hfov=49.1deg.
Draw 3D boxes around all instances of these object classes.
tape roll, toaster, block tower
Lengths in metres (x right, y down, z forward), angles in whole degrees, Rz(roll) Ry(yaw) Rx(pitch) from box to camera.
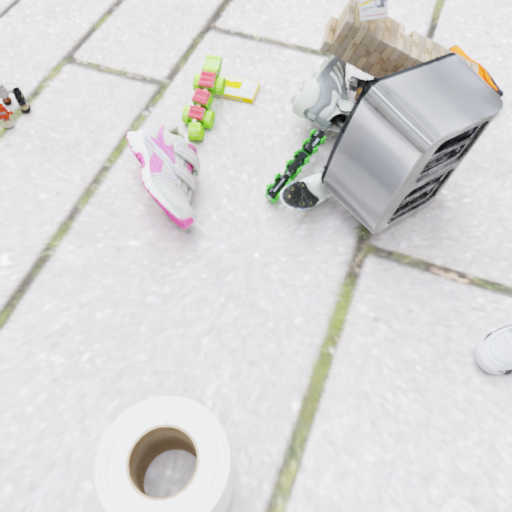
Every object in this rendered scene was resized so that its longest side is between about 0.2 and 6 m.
[{"bbox_3d":[-1.247,3.077,7.972,1.849,1.270,1.849,0,57,0],"label":"tape roll"},{"bbox_3d":[2.685,-2.041,10.202,2.851,2.578,1.692,-27,65,-30],"label":"toaster"},{"bbox_3d":[3.097,-4.272,12.037,3.369,0.974,0.910,22,57,-10],"label":"block tower"}]

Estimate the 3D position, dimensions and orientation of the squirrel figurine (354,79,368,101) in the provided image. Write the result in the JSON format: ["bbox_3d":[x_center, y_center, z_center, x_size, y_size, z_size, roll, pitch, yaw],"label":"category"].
[{"bbox_3d":[2.944,-3.220,12.238,1.460,1.107,1.564,-2,57,-6],"label":"squirrel figurine"}]

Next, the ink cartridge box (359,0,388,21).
[{"bbox_3d":[2.272,-5.003,10.869,0.546,0.751,0.329,-2,32,14],"label":"ink cartridge box"}]

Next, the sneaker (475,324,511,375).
[{"bbox_3d":[4.666,1.219,9.224,2.105,1.210,0.791,-17,58,-11],"label":"sneaker"}]

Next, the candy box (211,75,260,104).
[{"bbox_3d":[-0.588,-3.963,13.253,1.250,0.165,0.639,14,60,9],"label":"candy box"}]

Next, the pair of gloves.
[{"bbox_3d":[4.386,-3.930,13.163,2.488,0.308,2.216,-20,60,-9],"label":"pair of gloves"}]

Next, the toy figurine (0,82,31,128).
[{"bbox_3d":[-5.690,-3.395,12.651,0.886,0.626,0.900,20,61,19],"label":"toy figurine"}]

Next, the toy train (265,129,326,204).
[{"bbox_3d":[0.804,-1.826,11.416,0.386,0.521,1.848,37,78,5],"label":"toy train"}]

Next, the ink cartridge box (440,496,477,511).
[{"bbox_3d":[2.757,4.171,7.684,0.957,0.541,1.304,37,63,20],"label":"ink cartridge box"}]

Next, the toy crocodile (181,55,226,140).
[{"bbox_3d":[-1.173,-3.522,12.457,0.699,0.640,2.072,15,83,7],"label":"toy crocodile"}]

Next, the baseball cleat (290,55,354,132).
[{"bbox_3d":[1.713,-3.542,12.504,1.477,0.968,2.775,36,48,-1],"label":"baseball cleat"}]

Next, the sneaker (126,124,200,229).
[{"bbox_3d":[-1.647,-1.725,11.080,1.164,1.073,2.638,-28,62,2],"label":"sneaker"}]

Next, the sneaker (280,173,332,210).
[{"bbox_3d":[0.968,-1.227,10.954,1.656,0.600,0.595,-23,97,-47],"label":"sneaker"}]
